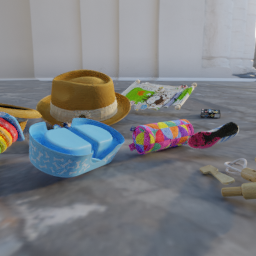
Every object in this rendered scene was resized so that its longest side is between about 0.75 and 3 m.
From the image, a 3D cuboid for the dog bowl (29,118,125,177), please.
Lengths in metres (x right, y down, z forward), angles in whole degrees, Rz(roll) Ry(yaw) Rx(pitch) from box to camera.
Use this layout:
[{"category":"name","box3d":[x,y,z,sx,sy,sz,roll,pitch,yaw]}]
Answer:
[{"category":"dog bowl","box3d":[-0.853,0.300,4.784,1.068,0.475,1.916,29,19,23]}]

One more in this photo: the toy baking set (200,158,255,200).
[{"category":"toy baking set","box3d":[1.878,0.673,4.046,1.784,0.208,1.369,-14,6,25]}]

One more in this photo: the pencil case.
[{"category":"pencil case","box3d":[0.727,0.161,5.865,1.443,0.638,0.638,-7,14,-36]}]

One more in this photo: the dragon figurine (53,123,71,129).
[{"category":"dragon figurine","box3d":[-1.387,0.164,6.079,0.739,0.438,1.487,5,10,10]}]

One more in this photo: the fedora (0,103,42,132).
[{"category":"fedora","box3d":[-3.060,-0.174,6.702,1.902,0.776,1.902,9,5,-1]}]

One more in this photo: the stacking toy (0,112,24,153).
[{"category":"stacking toy","box3d":[-2.435,0.321,4.891,0.693,0.655,1.193,6,44,12]}]

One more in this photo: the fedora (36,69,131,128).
[{"category":"fedora","box3d":[-1.341,-1.022,8.480,2.908,1.186,2.908,1,31,-1]}]

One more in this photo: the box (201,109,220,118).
[{"category":"box","box3d":[2.938,-0.520,9.984,0.658,0.190,0.828,4,13,16]}]

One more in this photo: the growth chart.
[{"category":"growth chart","box3d":[1.007,-1.266,10.849,2.830,0.251,2.048,10,42,26]}]

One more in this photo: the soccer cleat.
[{"category":"soccer cleat","box3d":[1.704,0.216,5.588,1.047,0.366,0.452,-19,-27,3]}]
